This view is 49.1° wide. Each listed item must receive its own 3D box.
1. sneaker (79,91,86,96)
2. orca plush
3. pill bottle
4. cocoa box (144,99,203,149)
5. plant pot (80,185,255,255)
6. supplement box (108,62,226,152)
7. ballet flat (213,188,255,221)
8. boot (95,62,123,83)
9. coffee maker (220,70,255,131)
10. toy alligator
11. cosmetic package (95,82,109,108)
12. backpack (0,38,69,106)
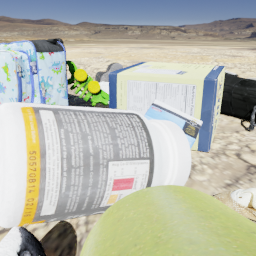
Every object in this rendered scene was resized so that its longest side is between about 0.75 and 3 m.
[{"bbox_3d":[-1.926,-1.570,12.382,0.775,0.285,0.457,9,16,16],"label":"sneaker"},{"bbox_3d":[-1.148,2.006,1.867,0.989,1.464,2.782,32,19,-3],"label":"orca plush"},{"bbox_3d":[-0.528,0.512,4.457,2.918,1.698,1.698,2,17,-32],"label":"pill bottle"},{"bbox_3d":[0.896,0.068,6.244,1.201,0.801,0.788,26,39,8],"label":"cocoa box"},{"bbox_3d":[0.464,1.504,1.651,2.511,2.511,2.309,-2,8,-5],"label":"plant pot"},{"bbox_3d":[1.231,-0.820,8.149,2.721,1.829,2.724,8,22,21],"label":"supplement box"},{"bbox_3d":[2.147,1.253,4.483,1.595,0.521,0.562,16,25,38],"label":"ballet flat"},{"bbox_3d":[-0.286,-2.563,14.430,1.925,1.021,2.925,11,32,16],"label":"boot"},{"bbox_3d":[3.619,-1.060,9.298,2.168,1.520,2.257,-18,26,-39],"label":"coffee maker"},{"bbox_3d":[-1.186,-1.119,9.346,0.740,2.726,0.808,-49,7,-9],"label":"toy alligator"},{"bbox_3d":[-0.728,-1.271,10.803,1.022,0.843,0.842,9,22,22],"label":"cosmetic package"},{"bbox_3d":[-3.035,-1.291,8.440,2.332,2.548,1.873,12,24,39],"label":"backpack"}]
